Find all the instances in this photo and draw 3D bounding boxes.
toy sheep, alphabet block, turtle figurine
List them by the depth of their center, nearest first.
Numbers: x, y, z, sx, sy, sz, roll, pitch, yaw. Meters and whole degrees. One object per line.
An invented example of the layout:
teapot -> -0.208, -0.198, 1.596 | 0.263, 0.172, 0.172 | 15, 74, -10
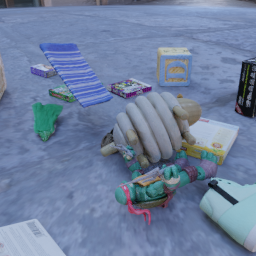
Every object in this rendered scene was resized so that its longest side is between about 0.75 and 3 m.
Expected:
turtle figurine -> 0.524, 0.938, 5.499 | 2.425, 1.221, 1.816 | -7, 18, -35
toy sheep -> 0.541, 0.031, 6.732 | 2.636, 1.817, 1.817 | -22, 31, -3
alphabet block -> 1.923, -2.608, 11.901 | 1.333, 1.340, 1.365 | 1, 28, -1

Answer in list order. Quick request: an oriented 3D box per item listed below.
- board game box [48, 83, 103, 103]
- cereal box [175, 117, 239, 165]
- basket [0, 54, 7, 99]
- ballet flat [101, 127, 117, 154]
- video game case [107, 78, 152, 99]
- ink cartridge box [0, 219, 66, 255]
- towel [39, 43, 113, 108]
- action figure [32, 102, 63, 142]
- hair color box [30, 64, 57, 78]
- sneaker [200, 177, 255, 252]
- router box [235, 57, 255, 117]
board game box -> -2.026, -1.534, 11.041 | 1.212, 0.262, 1.801 | 20, 34, 32
cereal box -> 2.192, 0.284, 7.627 | 1.230, 0.338, 1.710 | 17, 33, 28
basket -> -5.913, -2.097, 9.484 | 2.877, 2.851, 2.314 | -7, 34, -14
ballet flat -> -0.151, 0.038, 7.933 | 0.697, 0.480, 2.069 | 13, 31, 23
video game case -> 0.047, -1.601, 11.192 | 1.361, 0.244, 1.234 | -21, 35, -34
ink cartridge box -> -1.617, 1.985, 4.066 | 1.319, 0.335, 1.497 | 3, 19, -46
towel -> -1.364, -1.513, 7.724 | 2.077, 0.248, 1.504 | 54, 29, 5
action figure -> -2.452, -0.176, 8.365 | 0.988, 0.457, 1.672 | -3, 36, -9
hair color box -> -3.923, -2.672, 13.033 | 1.143, 0.370, 0.625 | 21, 34, 30
sneaker -> 2.409, 1.140, 5.443 | 2.333, 0.859, 1.376 | -26, 44, -35
router box -> 4.659, -1.529, 9.449 | 2.316, 1.736, 0.720 | -19, 31, -33
